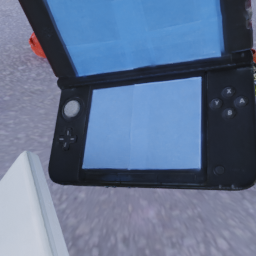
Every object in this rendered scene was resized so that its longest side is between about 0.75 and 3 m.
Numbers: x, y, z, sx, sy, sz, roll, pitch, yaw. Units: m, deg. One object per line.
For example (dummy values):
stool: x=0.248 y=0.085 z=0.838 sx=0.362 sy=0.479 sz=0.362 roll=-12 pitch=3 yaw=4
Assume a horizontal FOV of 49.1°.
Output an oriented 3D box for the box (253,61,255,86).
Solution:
box: x=2.785 y=-1.530 z=7.942 sx=0.686 sy=1.304 sz=1.593 roll=21 pitch=25 yaw=-36

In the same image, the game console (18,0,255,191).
game console: x=-0.021 y=-0.566 z=3.108 sx=2.645 sy=1.570 sz=2.280 roll=-3 pitch=69 yaw=23

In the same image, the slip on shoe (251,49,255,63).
slip on shoe: x=2.774 y=-2.205 z=9.068 sx=2.946 sy=0.901 sz=1.091 roll=0 pitch=37 yaw=-5

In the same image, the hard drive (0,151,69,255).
hard drive: x=-1.111 y=1.128 z=2.622 sx=1.181 sy=0.239 sz=1.790 roll=-52 pitch=36 yaw=6

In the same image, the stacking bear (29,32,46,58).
stacking bear: x=-2.862 y=-3.767 z=10.640 sx=1.597 sy=1.706 sz=2.809 roll=-22 pitch=42 yaw=30
